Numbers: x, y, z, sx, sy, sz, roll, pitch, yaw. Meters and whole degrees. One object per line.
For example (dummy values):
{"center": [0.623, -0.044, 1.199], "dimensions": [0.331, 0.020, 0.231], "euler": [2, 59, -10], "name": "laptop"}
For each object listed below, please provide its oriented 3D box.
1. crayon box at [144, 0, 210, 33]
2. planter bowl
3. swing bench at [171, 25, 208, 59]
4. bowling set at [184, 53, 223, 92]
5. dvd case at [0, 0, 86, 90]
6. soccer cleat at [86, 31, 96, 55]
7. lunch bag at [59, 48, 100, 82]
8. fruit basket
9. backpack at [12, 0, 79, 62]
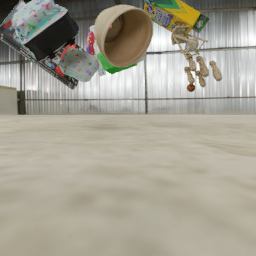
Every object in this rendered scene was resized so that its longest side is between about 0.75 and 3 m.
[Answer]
{"center": [1.646, -3.965, 9.972], "dimensions": [2.213, 0.571, 1.391], "euler": [31, -2, 0], "name": "crayon box"}
{"center": [-0.307, -3.091, 8.994], "dimensions": [1.877, 1.877, 1.263], "euler": [-3, 39, -44], "name": "planter bowl"}
{"center": [1.878, -2.743, 8.831], "dimensions": [0.906, 0.588, 0.901], "euler": [46, 41, 17], "name": "swing bench"}
{"center": [2.286, -1.876, 9.585], "dimensions": [1.619, 0.869, 1.126], "euler": [13, -38, -34], "name": "bowling set"}
{"center": [-2.786, -2.862, 9.657], "dimensions": [2.929, 2.138, 0.322], "euler": [36, -50, -29], "name": "dvd case"}
{"center": [-1.187, -2.595, 8.657], "dimensions": [0.328, 0.859, 0.286], "euler": [26, 51, 22], "name": "soccer cleat"}
{"center": [-1.520, -1.932, 8.634], "dimensions": [1.118, 0.897, 0.431], "euler": [25, -18, 14], "name": "lunch bag"}
{"center": [-0.429, -3.339, 11.056], "dimensions": [2.081, 2.247, 1.053], "euler": [-16, -18, 21], "name": "fruit basket"}
{"center": [-2.276, -2.714, 7.502], "dimensions": [1.519, 1.288, 1.711], "euler": [-39, 36, -2], "name": "backpack"}
